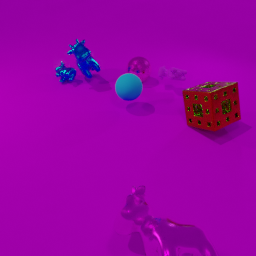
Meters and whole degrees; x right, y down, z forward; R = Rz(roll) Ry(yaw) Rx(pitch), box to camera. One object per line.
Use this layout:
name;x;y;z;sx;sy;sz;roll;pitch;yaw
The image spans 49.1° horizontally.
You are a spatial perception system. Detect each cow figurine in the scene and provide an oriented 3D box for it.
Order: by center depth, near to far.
cow figurine;0.613;1.801;4.921;1.671;0.917;1.645;7;36;-17
cow figurine;1.489;-1.849;9.560;0.898;0.493;0.884;8;9;-13
cow figurine;-1.584;-2.434;9.814;0.776;1.392;1.414;-40;27;-7
cow figurine;-2.269;-2.068;10.288;0.984;0.540;0.969;-4;42;23

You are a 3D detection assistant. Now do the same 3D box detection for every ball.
ball;0.028;-1.236;8.509;0.827;0.827;0.827;0;38;0
ball;0.390;-2.096;10.046;0.923;0.923;0.923;0;38;0

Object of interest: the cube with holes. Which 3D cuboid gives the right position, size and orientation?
cube with holes;2.313;-0.646;7.771;1.051;1.051;1.051;-21;19;-26
